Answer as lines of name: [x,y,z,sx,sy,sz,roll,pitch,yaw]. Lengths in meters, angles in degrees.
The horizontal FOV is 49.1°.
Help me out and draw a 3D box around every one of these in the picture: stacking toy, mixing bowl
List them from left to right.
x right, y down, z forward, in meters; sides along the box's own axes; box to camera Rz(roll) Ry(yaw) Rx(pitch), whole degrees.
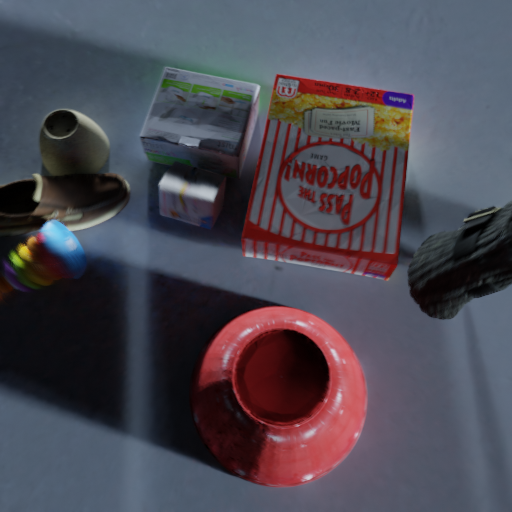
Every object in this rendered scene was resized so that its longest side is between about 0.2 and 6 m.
stacking toy: [-3.500,0.231,8.623,1.601,0.879,0.929,-32,109,2]
mixing bowl: [0.310,1.774,7.667,2.638,1.429,2.638,0,69,1]

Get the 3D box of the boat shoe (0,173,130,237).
boat shoe: [-3.303,-0.886,8.970,2.487,0.920,0.919,-15,69,-6]

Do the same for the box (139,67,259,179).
box: [-0.921,-2.269,9.571,1.691,0.817,1.492,12,69,4]

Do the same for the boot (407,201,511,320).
boot: [3.942,-0.359,8.144,3.387,2.532,1.274,-18,75,-36]

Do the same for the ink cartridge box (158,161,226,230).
ink cartridge box: [-1.034,-0.975,9.052,0.911,0.671,0.659,17,49,7]

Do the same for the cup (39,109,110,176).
cup: [-3.156,-1.980,9.451,1.178,0.842,1.178,0,68,-1]

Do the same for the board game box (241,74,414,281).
board game box: [1.221,-1.355,9.248,2.402,0.734,3.171,9,69,4]
